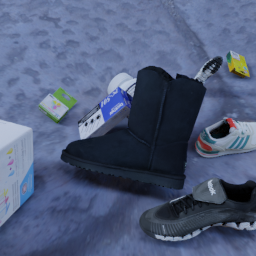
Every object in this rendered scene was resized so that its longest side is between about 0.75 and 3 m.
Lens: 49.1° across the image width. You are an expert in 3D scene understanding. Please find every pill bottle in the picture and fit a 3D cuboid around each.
[{"bbox_3d":[0.358,-0.647,7.557,1.080,1.080,1.946,-35,61,-23],"label":"pill bottle"}]

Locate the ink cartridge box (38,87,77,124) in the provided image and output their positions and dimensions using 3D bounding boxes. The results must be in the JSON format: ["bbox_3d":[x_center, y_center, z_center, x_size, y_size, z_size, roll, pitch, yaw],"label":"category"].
[{"bbox_3d":[-1.937,-0.699,7.836,0.683,0.350,0.924,39,68,-4],"label":"ink cartridge box"}]

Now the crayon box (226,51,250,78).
[{"bbox_3d":[3.502,-1.988,8.946,0.599,0.240,0.943,17,52,-19],"label":"crayon box"}]

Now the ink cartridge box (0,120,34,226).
[{"bbox_3d":[-3.233,1.096,5.103,1.719,1.765,2.745,14,27,10],"label":"ink cartridge box"}]

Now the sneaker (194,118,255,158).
[{"bbox_3d":[2.713,0.139,7.045,2.031,0.950,0.715,-12,53,-8],"label":"sneaker"}]

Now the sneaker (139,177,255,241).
[{"bbox_3d":[1.502,1.529,5.634,2.624,1.187,0.872,-7,32,0],"label":"sneaker"}]

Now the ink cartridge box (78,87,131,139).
[{"bbox_3d":[-0.611,-0.285,7.108,1.538,0.340,0.723,-38,46,21],"label":"ink cartridge box"}]

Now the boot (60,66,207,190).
[{"bbox_3d":[0.100,-0.133,6.370,2.971,1.135,2.496,10,88,13],"label":"boot"}]

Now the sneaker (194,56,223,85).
[{"bbox_3d":[2.263,-1.642,8.064,0.396,1.191,0.539,35,38,-4],"label":"sneaker"}]
